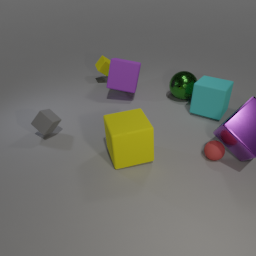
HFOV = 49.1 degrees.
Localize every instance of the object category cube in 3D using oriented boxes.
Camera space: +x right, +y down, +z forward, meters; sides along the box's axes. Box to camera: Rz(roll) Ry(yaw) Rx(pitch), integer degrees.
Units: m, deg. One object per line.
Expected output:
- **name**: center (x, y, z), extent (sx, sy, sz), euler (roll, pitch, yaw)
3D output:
- **cube**: center (0.019, 0.343, 9.689), extent (1.400, 1.400, 1.400), euler (-12, 34, -11)
- **cube**: center (-0.183, -2.618, 13.813), extent (1.400, 1.400, 1.400), euler (11, 16, 1)
- **cube**: center (3.929, 0.080, 9.226), extent (1.400, 1.400, 1.400), euler (-42, 79, -5)
- **cube**: center (-1.272, -3.408, 15.373), extent (0.700, 0.700, 0.700), euler (25, 27, -38)
- **cube**: center (3.737, -1.386, 12.537), extent (1.400, 1.400, 1.400), euler (18, 32, 25)
- **cube**: center (-3.179, -0.246, 10.920), extent (0.700, 0.700, 0.700), euler (41, 16, 4)

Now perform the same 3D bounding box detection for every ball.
- **ball**: center (2.734, -2.094, 13.785), extent (1.400, 1.400, 1.400), euler (0, 32, 0)
- **ball**: center (3.027, 0.786, 9.804), extent (0.700, 0.700, 0.700), euler (0, 32, 0)
